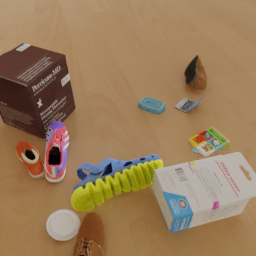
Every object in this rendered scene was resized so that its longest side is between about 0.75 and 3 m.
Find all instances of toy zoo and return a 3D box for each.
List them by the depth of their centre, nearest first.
[{"bbox_3d":[2.773,0.498,9.823,1.337,0.137,0.877,-23,49,-22],"label":"toy zoo"}]

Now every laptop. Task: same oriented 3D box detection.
[{"bbox_3d":[2.424,-1.041,11.129,0.847,0.491,0.793,29,51,26],"label":"laptop"}]

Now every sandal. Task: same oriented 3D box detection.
[{"bbox_3d":[-0.363,1.321,8.332,2.944,1.170,1.282,-15,43,-16],"label":"sandal"}]

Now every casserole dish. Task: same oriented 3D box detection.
[{"bbox_3d":[0.959,-0.930,11.213,1.152,0.224,0.698,20,48,20],"label":"casserole dish"}]

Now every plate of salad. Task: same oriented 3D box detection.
[{"bbox_3d":[-1.756,2.638,7.607,0.900,0.216,0.900,10,43,-10],"label":"plate of salad"}]

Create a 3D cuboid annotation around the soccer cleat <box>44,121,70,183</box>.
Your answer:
[{"bbox_3d":[-2.297,0.570,9.055,0.789,0.847,2.315,3,51,-11],"label":"soccer cleat"}]

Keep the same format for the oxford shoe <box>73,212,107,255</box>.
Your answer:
[{"bbox_3d":[-0.973,2.995,6.859,0.804,0.803,2.253,0,43,2],"label":"oxford shoe"}]

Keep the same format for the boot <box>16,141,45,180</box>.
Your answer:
[{"bbox_3d":[-3.199,0.803,8.995,0.630,0.900,1.679,-31,50,-24],"label":"boot"}]

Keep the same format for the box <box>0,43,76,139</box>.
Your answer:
[{"bbox_3d":[-3.395,-1.318,10.018,2.009,2.447,2.030,20,49,19],"label":"box"}]

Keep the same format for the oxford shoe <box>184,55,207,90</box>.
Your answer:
[{"bbox_3d":[3.088,-2.422,12.479,0.875,0.876,2.455,30,41,-13],"label":"oxford shoe"}]

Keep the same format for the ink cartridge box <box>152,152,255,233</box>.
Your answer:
[{"bbox_3d":[2.239,1.759,7.975,2.732,0.927,1.573,-11,47,-10],"label":"ink cartridge box"}]
